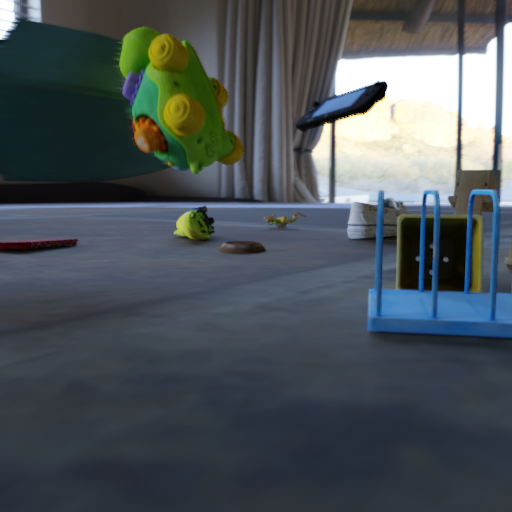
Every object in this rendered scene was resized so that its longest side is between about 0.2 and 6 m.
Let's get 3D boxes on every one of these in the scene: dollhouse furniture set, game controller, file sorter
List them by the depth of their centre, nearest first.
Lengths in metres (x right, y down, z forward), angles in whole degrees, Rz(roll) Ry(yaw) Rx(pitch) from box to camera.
[{"bbox_3d":[2.192,0.002,5.491,2.126,1.304,1.475,1,6,11],"label":"file sorter"},{"bbox_3d":[5.103,-0.121,9.841,2.797,1.601,3.280,6,-15,33],"label":"dollhouse furniture set"},{"bbox_3d":[1.607,-2.868,10.787,1.018,0.411,1.952,-40,22,-32],"label":"game controller"}]

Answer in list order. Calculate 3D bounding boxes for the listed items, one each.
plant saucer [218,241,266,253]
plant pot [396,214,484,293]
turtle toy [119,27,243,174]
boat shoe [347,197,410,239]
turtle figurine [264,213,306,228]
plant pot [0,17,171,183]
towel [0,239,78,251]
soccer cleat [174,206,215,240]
[{"bbox_3d":[-0.291,-0.189,11.713,1.007,0.184,1.007,0,8,0],"label":"plant saucer"},{"bbox_3d":[2.264,0.018,7.050,0.975,0.968,0.997,1,-2,13],"label":"plant pot"},{"bbox_3d":[-1.206,-2.220,7.948,1.232,2.437,1.776,-21,-16,17],"label":"turtle toy"},{"bbox_3d":[3.707,-1.062,15.211,1.164,1.057,3.164,7,10,44],"label":"boat shoe"},{"bbox_3d":[0.874,-1.148,18.496,1.414,0.455,1.140,-6,1,-12],"label":"turtle figurine"},{"bbox_3d":[-2.894,-2.600,9.992,2.971,2.100,2.099,6,47,-4],"label":"plant pot"},{"bbox_3d":[-4.872,-0.255,12.289,1.143,0.178,1.581,1,5,25],"label":"towel"},{"bbox_3d":[-1.697,-0.728,14.688,1.067,0.824,2.550,-30,10,5],"label":"soccer cleat"}]
